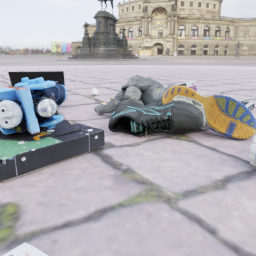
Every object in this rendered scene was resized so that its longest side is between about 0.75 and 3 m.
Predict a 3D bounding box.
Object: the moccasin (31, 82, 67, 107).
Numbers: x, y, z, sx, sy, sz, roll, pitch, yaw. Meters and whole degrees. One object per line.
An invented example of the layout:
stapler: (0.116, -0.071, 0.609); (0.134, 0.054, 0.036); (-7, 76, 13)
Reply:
moccasin: (-3.559, -1.259, 11.338); (2.682, 1.079, 0.915); (-4, -4, 41)

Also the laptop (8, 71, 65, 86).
laptop: (-4.119, -2.042, 13.208); (2.298, 1.422, 2.454); (-2, 15, -11)

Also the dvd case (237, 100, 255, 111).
dvd case: (3.574, -0.887, 11.116); (2.376, 0.294, 1.786); (10, 19, 34)

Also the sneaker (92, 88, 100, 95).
sneaker: (-1.698, -1.876, 14.824); (0.395, 0.336, 0.893); (10, 20, -9)

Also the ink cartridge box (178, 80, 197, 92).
ink cartridge box: (1.856, -1.120, 8.601); (0.507, 0.198, 1.070); (-12, -17, 14)

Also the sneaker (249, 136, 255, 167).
sneaker: (3.728, 0.484, 5.052); (2.782, 1.093, 1.240); (-11, 25, -10)

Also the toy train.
toy train: (-2.500, -0.473, 6.349); (1.515, 1.149, 2.651); (-19, 18, -28)

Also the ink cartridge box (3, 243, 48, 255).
ink cartridge box: (-1.042, 1.494, 2.683); (0.869, 0.218, 0.705); (3, 15, 39)

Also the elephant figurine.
elephant figurine: (0.147, -0.990, 9.624); (1.757, 1.602, 2.265); (24, -11, -21)

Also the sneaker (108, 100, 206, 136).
sneaker: (0.707, -0.127, 7.568); (2.661, 1.003, 1.055); (3, 32, 25)

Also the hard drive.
hard drive: (-2.031, 0.353, 6.206); (1.803, 0.488, 2.581); (13, 19, 39)

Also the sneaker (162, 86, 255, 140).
sneaker: (2.290, -0.389, 7.965); (2.656, 1.000, 1.170); (28, -10, 24)
